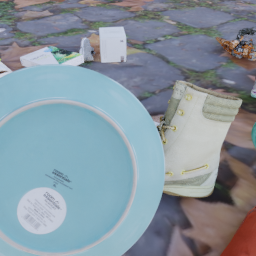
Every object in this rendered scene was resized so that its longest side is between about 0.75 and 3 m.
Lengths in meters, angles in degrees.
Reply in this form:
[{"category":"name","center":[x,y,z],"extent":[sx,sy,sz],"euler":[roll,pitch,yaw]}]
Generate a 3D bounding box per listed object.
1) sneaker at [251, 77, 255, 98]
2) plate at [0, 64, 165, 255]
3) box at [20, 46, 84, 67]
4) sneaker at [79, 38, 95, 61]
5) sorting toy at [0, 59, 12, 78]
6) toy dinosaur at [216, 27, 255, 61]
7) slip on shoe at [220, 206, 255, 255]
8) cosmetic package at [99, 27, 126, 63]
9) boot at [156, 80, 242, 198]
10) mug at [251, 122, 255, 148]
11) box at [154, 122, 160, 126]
[{"category":"sneaker","center":[4.294,-1.252,8.272],"extent":[0.492,0.886,1.267],"euler":[-16,26,-38]},{"category":"plate","center":[-0.900,0.642,3.721],"extent":[2.996,2.996,0.383],"euler":[-8,5,-10]},{"category":"box","center":[-2.757,-2.459,10.121],"extent":[1.952,0.355,1.409],"euler":[24,46,33]},{"category":"sneaker","center":[-1.603,-3.057,11.153],"extent":[0.612,0.557,1.492],"euler":[8,46,-10]},{"category":"sorting toy","center":[-4.813,-2.039,9.765],"extent":[1.374,0.815,1.526],"euler":[32,46,8]},{"category":"toy dinosaur","center":[4.434,-3.334,11.162],"extent":[1.328,0.999,1.956],"euler":[-40,73,-19]},{"category":"slip on shoe","center":[2.130,1.746,4.432],"extent":[2.923,0.894,1.083],"euler":[-26,9,-30]},{"category":"cosmetic package","center":[-0.604,-3.256,10.920],"extent":[0.985,0.985,1.194],"euler":[-4,37,-4]},{"category":"boot","center":[0.570,0.157,5.177],"extent":[2.785,2.154,1.004],"euler":[7,23,-13]},{"category":"mug","center":[4.075,0.559,5.558],"extent":[2.105,1.584,2.562],"euler":[-17,30,-16]},{"category":"box","center":[0.078,0.031,7.057],"extent":[1.924,0.473,0.792],"euler":[19,27,22]}]
